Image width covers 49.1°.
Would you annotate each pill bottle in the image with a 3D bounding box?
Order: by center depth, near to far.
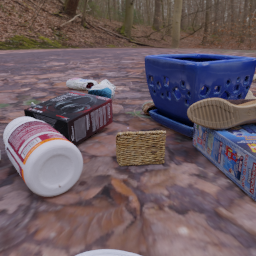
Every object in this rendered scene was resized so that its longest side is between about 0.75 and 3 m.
[{"bbox_3d":[-1.855,0.469,5.799,1.113,1.113,2.031,-13,25,-33],"label":"pill bottle"}]

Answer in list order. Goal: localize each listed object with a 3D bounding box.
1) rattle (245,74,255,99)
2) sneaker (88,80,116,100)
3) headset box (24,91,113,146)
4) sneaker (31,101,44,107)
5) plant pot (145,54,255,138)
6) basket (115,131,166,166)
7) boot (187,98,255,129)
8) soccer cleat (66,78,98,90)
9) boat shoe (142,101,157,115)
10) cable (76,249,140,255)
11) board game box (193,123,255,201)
[{"bbox_3d":[5.115,-1.493,12.195,2.008,1.307,1.434,-27,9,1],"label":"rattle"},{"bbox_3d":[-0.860,-1.293,9.798,0.830,0.876,2.168,39,-9,-13],"label":"sneaker"},{"bbox_3d":[-1.614,-0.383,8.340,1.652,0.857,2.220,15,31,29],"label":"headset box"},{"bbox_3d":[-2.742,-0.686,10.028,1.428,0.575,0.545,-9,19,-28],"label":"sneaker"},{"bbox_3d":[2.092,-1.094,8.681,2.472,2.223,2.472,-11,23,-29],"label":"plant pot"},{"bbox_3d":[0.279,0.344,6.681,1.145,0.853,0.817,-3,20,-6],"label":"basket"},{"bbox_3d":[2.486,-0.359,6.869,1.962,0.710,1.632,-1,2,15],"label":"boot"},{"bbox_3d":[-2.394,-2.243,14.395,1.692,0.591,0.730,1,20,2],"label":"soccer cleat"},{"bbox_3d":[1.289,-0.723,10.235,1.539,0.583,0.553,-11,24,-4],"label":"boat shoe"},{"bbox_3d":[-0.233,1.899,2.703,1.613,0.558,1.612,11,22,29],"label":"cable"},{"bbox_3d":[3.036,0.537,6.125,2.726,0.841,2.724,1,19,2],"label":"board game box"}]
